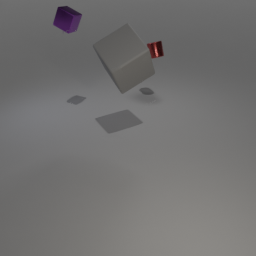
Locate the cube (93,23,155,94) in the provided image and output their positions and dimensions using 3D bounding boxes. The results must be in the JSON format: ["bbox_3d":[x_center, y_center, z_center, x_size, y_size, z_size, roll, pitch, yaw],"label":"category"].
[{"bbox_3d":[-0.103,-2.309,9.477,1.400,1.400,1.400,-32,64,0],"label":"cube"}]

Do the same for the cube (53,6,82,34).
[{"bbox_3d":[-2.259,-4.060,10.485,0.700,0.700,0.700,30,31,2],"label":"cube"}]

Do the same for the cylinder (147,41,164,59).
[{"bbox_3d":[1.275,-3.637,13.031,0.700,0.700,0.700,-11,15,3],"label":"cylinder"}]
